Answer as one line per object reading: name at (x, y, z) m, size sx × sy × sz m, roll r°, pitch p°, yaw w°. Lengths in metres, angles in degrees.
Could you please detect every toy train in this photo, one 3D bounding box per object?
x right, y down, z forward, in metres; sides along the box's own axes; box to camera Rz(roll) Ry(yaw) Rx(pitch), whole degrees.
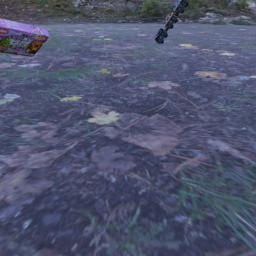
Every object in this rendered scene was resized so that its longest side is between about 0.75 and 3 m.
toy train at (1.565, -3.920, 10.180) m, size 0.317 × 1.858 × 0.425 m, roll 11°, pitch 34°, yaw -42°

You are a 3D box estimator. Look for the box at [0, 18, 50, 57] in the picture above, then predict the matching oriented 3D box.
box at (-2.852, -2.269, 7.175) m, size 0.951 × 0.272 × 1.391 m, roll -32°, pitch -15°, yaw 36°
